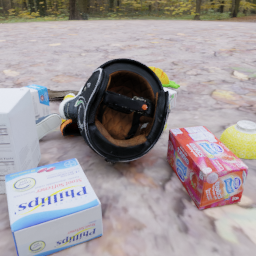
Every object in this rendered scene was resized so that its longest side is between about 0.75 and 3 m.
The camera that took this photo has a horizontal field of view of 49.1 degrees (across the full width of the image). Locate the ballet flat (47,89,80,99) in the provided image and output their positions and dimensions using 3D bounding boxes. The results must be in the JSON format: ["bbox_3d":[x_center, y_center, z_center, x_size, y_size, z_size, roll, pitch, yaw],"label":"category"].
[{"bbox_3d":[-2.913,-1.424,12.582,2.287,0.530,0.770,3,-7,-6],"label":"ballet flat"}]

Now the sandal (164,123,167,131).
[{"bbox_3d":[0.551,-0.114,9.849,1.535,0.610,0.668,1,21,-16],"label":"sandal"}]

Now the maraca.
[{"bbox_3d":[1.371,-2.252,13.401,2.331,1.247,1.598,6,27,-22],"label":"maraca"}]

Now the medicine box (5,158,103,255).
[{"bbox_3d":[-1.601,1.617,5.907,1.637,0.925,1.797,-12,29,-22],"label":"medicine box"}]

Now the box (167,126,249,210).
[{"bbox_3d":[1.890,0.899,7.186,1.107,1.060,2.221,-6,27,-12],"label":"box"}]

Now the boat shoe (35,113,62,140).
[{"bbox_3d":[-3.005,0.010,9.208,1.734,0.649,0.536,-33,22,-7],"label":"boat shoe"}]

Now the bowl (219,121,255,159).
[{"bbox_3d":[3.678,0.249,8.799,1.502,0.808,1.502,0,26,0],"label":"bowl"}]

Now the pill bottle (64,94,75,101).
[{"bbox_3d":[-2.457,-1.116,11.839,0.528,0.528,0.950,-2,28,-3],"label":"pill bottle"}]

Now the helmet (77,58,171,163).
[{"bbox_3d":[-0.161,-0.538,8.088,2.830,2.830,2.698,-2,17,-4],"label":"helmet"}]

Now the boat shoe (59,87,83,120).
[{"bbox_3d":[-1.383,-0.869,9.399,0.685,0.858,2.270,1,31,24],"label":"boat shoe"}]

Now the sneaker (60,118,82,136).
[{"bbox_3d":[-1.048,-0.123,9.549,2.546,0.890,1.146,-7,30,-1],"label":"sneaker"}]

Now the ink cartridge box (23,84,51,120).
[{"bbox_3d":[-3.711,-0.547,9.669,0.832,1.441,1.973,17,31,31],"label":"ink cartridge box"}]

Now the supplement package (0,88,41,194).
[{"bbox_3d":[-3.372,0.288,7.135,1.654,2.196,1.666,-1,26,-1],"label":"supplement package"}]

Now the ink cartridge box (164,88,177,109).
[{"bbox_3d":[1.443,-1.171,11.723,0.983,0.721,0.718,-23,36,-38],"label":"ink cartridge box"}]
